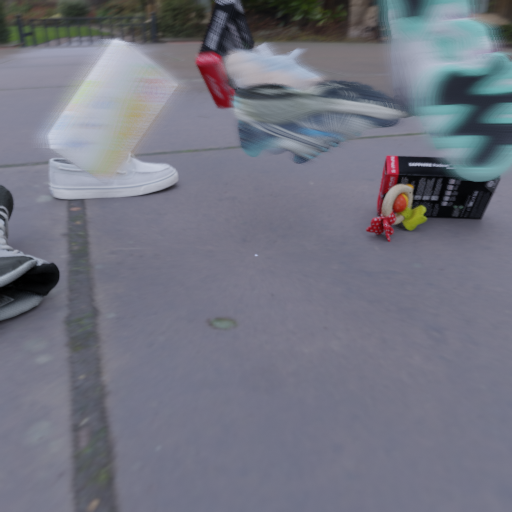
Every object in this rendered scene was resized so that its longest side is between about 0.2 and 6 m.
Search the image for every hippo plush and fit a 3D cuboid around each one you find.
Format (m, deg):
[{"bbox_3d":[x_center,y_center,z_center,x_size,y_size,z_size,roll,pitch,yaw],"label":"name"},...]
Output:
[{"bbox_3d":[0.159,-2.885,10.636,1.671,1.687,2.098,2,36,-19],"label":"hippo plush"}]

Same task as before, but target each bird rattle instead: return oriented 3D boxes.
[{"bbox_3d":[2.649,-0.885,10.777,1.219,0.994,0.687,-13,27,-28],"label":"bird rattle"}]

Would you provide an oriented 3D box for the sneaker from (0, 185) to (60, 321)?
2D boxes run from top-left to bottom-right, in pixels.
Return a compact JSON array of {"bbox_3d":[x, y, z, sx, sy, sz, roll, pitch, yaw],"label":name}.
[{"bbox_3d":[-3.976,0.020,8.841,2.002,1.300,3.466,5,36,-1],"label":"sneaker"}]

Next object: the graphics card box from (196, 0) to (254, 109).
[{"bbox_3d":[-0.676,-4.697,12.958,0.564,1.391,2.217,1,61,21],"label":"graphics card box"}]

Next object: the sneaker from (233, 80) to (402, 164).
[{"bbox_3d":[0.658,-1.442,6.100,1.830,0.790,0.710,-2,35,-7],"label":"sneaker"}]

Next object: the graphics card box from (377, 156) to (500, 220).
[{"bbox_3d":[3.589,-1.356,11.247,2.168,1.360,0.551,3,56,7],"label":"graphics card box"}]

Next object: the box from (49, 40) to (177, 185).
[{"bbox_3d":[-2.261,-2.263,8.728,0.972,1.918,1.079,34,6,-31],"label":"box"}]

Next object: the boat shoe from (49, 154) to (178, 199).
[{"bbox_3d":[-3.287,-1.980,12.966,2.895,0.992,1.042,-4,26,-9],"label":"boat shoe"}]

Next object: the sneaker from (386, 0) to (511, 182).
[{"bbox_3d":[2.550,-2.035,7.493,1.189,2.140,3.059,-12,68,8],"label":"sneaker"}]
